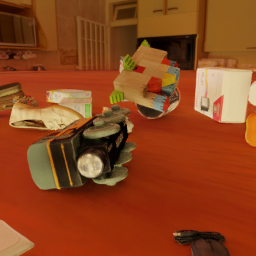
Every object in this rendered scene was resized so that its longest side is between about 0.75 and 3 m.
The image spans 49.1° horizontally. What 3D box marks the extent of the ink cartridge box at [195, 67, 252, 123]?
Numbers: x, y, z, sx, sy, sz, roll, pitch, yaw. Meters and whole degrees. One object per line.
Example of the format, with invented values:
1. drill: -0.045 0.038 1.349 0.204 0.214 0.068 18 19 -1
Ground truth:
1. ink cartridge box: 3.417 -1.314 10.431 1.048 1.807 2.448 -1 13 -8

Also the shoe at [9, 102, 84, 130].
1. shoe: -2.518 -0.223 8.589 2.633 0.921 0.703 8 58 22

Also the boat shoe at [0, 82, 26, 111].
1. boat shoe: -5.272 -0.838 10.395 2.852 0.970 1.026 -16 27 -10

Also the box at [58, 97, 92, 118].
1. box: -1.949 -0.744 10.584 1.178 0.645 1.335 1 15 -5

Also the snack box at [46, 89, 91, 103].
1. snack box: -2.930 -1.571 13.902 1.728 0.585 1.457 12 18 34

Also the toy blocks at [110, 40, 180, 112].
1. toy blocks: 0.803 -1.615 8.902 1.771 1.295 2.591 19 56 19

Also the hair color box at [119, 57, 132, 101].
1. hair color box: -0.057 -1.854 10.615 0.458 1.510 0.747 -2 31 -13

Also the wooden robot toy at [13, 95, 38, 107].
1. wooden robot toy: -3.353 -0.793 9.343 1.010 0.458 0.445 11 44 22

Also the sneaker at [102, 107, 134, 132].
1. sneaker: -0.350 -0.183 8.625 0.800 0.658 1.739 3 20 -18

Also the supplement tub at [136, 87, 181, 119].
1. supplement tub: 1.296 -1.175 10.953 1.285 1.285 2.404 7 16 24

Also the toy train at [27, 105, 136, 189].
1. toy train: -0.761 0.301 5.629 1.607 1.202 2.820 -7 13 9

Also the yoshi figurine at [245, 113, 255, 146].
1. yoshi figurine: 4.156 0.250 5.999 1.675 1.681 2.991 37 -14 -19

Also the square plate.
1. square plate: -1.688 1.383 3.293 0.823 0.118 0.831 12 19 38

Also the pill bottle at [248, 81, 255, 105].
1. pill bottle: 6.274 -1.607 12.570 1.316 1.316 2.349 13 20 42

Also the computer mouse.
1. computer mouse: 0.873 1.371 3.077 0.639 0.243 0.923 1 14 1
